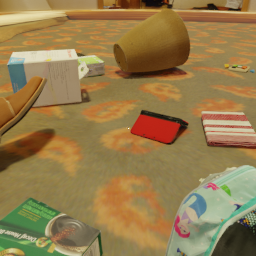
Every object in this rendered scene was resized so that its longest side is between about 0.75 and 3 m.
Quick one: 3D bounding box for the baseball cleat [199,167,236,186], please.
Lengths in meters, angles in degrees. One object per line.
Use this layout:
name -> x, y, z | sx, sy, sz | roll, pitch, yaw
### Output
baseball cleat -> 2.022, 1.189, 5.705 | 1.393, 0.486, 0.741 | -20, 34, -32

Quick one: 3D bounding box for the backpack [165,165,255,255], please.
backpack -> 1.659, 1.569, 3.126 | 2.555, 2.268, 1.924 | -12, 35, -30

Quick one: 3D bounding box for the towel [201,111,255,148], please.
towel -> 2.914, -0.013, 8.223 | 1.365, 0.216, 1.895 | 3, 29, 6

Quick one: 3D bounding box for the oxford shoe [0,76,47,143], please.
oxford shoe -> -3.089, -0.426, 6.829 | 1.057, 1.057, 2.965 | -30, 22, 54

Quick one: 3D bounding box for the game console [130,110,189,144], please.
game console -> 0.958, -0.011, 8.354 | 1.344, 0.798, 1.158 | 16, 1, 29

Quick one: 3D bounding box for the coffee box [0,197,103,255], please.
coffee box -> -1.709, 2.149, 3.762 | 1.628, 0.582, 2.647 | 15, 32, 27

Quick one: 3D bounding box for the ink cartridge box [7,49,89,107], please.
ink cartridge box -> -2.787, -1.868, 10.250 | 2.605, 1.631, 1.675 | -6, 28, -12

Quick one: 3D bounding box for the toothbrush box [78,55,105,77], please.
toothbrush box -> -1.865, -2.987, 13.443 | 1.087, 0.642, 1.493 | -13, 31, -21

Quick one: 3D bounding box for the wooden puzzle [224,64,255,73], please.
wooden puzzle -> 5.568, -3.025, 14.028 | 1.508, 0.176, 1.017 | 12, 30, 21

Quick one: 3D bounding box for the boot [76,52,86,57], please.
boot -> -2.953, -3.479, 14.094 | 1.938, 0.724, 0.939 | 8, 17, 0

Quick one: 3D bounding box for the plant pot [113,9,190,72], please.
plant pot -> 0.898, -3.822, 13.304 | 2.968, 2.766, 2.766 | -24, 34, -16
